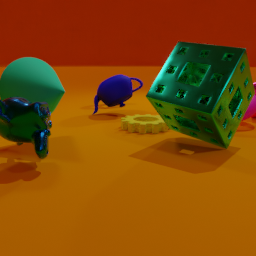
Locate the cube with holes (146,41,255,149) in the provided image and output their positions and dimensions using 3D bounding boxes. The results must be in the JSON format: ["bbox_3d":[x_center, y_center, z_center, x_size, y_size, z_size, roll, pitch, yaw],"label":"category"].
[{"bbox_3d":[1.510,-0.676,5.668,1.397,1.397,1.397,21,-16,38],"label":"cube with holes"}]

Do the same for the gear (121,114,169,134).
[{"bbox_3d":[0.469,-0.123,7.432,1.310,0.242,1.310,0,13,0],"label":"gear"}]

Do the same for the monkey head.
[{"bbox_3d":[-1.699,0.027,4.538,0.870,1.039,1.445,-6,-25,-8],"label":"monkey head"}]

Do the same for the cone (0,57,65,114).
[{"bbox_3d":[-1.634,-0.745,5.632,1.402,1.402,1.407,-12,15,-41],"label":"cone"}]

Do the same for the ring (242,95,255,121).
[{"bbox_3d":[2.670,-0.591,8.047,2.047,0.409,2.047,-13,20,5],"label":"ring"}]

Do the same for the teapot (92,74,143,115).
[{"bbox_3d":[-0.423,-1.096,9.130,1.946,0.953,1.210,-25,-6,6],"label":"teapot"}]

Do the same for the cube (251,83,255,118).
[{"bbox_3d":[4.314,-0.989,8.755,1.007,1.007,1.007,-20,-1,39],"label":"cube"}]
